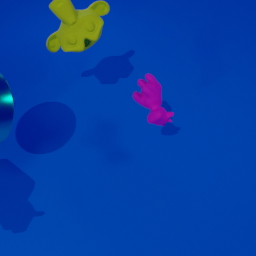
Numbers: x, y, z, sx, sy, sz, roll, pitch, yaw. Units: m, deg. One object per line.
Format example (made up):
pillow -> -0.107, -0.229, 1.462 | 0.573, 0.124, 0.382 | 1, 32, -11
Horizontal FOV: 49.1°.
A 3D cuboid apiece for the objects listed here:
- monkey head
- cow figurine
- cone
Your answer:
monkey head -> -1.218, -2.382, 6.349 | 1.811, 1.303, 1.091 | -35, 33, 5
cow figurine -> 0.570, -0.560, 5.972 | 0.965, 0.538, 0.981 | 39, 44, -22
cone -> -3.170, -0.331, 4.819 | 1.608, 1.614, 1.608 | 3, 96, 26
